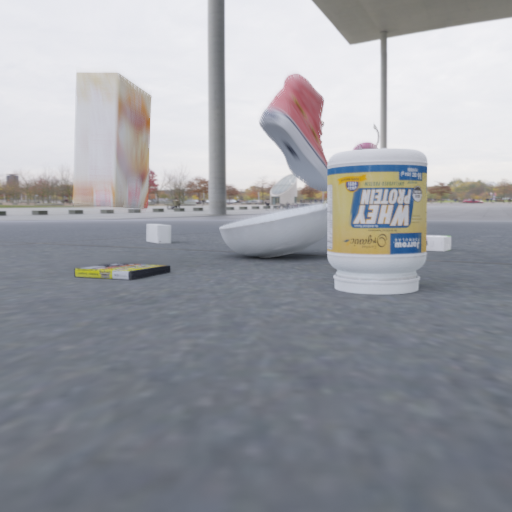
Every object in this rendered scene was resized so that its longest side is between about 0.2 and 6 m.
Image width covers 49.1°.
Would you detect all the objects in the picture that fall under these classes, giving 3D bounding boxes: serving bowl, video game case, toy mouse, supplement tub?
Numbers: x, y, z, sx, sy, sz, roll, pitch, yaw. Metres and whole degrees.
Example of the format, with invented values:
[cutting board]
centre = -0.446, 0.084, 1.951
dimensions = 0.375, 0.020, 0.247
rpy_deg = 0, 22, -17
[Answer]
[serving bowl]
centre = 0.466, -0.439, 11.063
dimensions = 2.307, 0.759, 2.307
rpy_deg = -11, 7, 2
[video game case]
centre = -1.919, 0.220, 8.128
dimensions = 0.948, 0.134, 1.049
rpy_deg = 2, 4, 22
[toy mouse]
centre = 2.013, -1.458, 10.458
dimensions = 1.860, 2.093, 0.405
rpy_deg = -28, 44, 3
[supplement tub]
centre = 1.430, -0.409, 6.663
dimensions = 1.173, 1.621, 1.173
rpy_deg = -1, 4, 0

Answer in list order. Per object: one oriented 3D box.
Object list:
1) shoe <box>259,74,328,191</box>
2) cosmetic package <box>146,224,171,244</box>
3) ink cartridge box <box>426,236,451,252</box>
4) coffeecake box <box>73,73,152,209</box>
[shoe]
centre = 1.058, -2.398, 11.204
dimensions = 0.917, 1.168, 2.568
rpy_deg = 20, -15, 38
[cosmetic package]
centre = -2.774, -0.629, 15.879
dimensions = 0.425, 0.539, 1.001
rpy_deg = -1, 6, -30
[ink cartridge box]
centre = 3.931, -0.297, 13.013
dimensions = 1.023, 0.345, 0.599
rpy_deg = 3, 6, 35
[coffeecake box]
centre = -2.290, -1.779, 9.070
dimensions = 0.715, 1.958, 1.503
rpy_deg = 3, 3, 8
